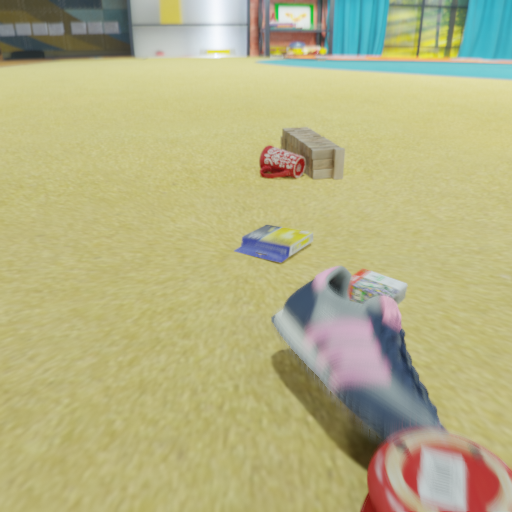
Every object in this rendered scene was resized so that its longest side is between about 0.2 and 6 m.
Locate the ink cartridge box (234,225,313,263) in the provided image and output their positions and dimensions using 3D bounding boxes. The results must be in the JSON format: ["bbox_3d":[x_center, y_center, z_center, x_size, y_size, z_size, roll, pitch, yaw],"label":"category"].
[{"bbox_3d":[0.289,-0.239,9.421,0.980,0.233,0.992,13,26,33],"label":"ink cartridge box"}]

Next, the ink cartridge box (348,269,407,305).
[{"bbox_3d":[1.508,0.425,7.877,1.048,0.264,0.571,22,32,33],"label":"ink cartridge box"}]

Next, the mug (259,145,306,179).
[{"bbox_3d":[0.609,-2.129,13.412,0.977,0.868,0.652,21,-5,30],"label":"mug"}]

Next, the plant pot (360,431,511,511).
[{"bbox_3d":[1.255,1.874,3.786,1.145,1.043,1.145,2,25,-1],"label":"plant pot"}]

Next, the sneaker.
[{"bbox_3d":[1.150,0.950,5.381,1.060,0.907,2.584,-48,44,1],"label":"sneaker"}]

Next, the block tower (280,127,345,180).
[{"bbox_3d":[1.345,-2.641,14.167,0.799,0.747,2.765,-7,25,-14],"label":"block tower"}]
